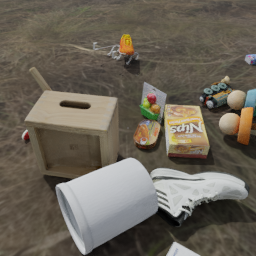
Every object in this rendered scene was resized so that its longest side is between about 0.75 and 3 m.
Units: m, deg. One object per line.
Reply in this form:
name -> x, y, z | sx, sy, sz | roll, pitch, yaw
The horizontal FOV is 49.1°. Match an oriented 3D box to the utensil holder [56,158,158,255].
utensil holder -> -0.516, 1.829, 7.001 | 2.037, 1.731, 1.731 | -21, 44, -25

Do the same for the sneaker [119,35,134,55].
sneaker -> -0.108, -4.267, 14.337 | 0.775, 0.819, 2.124 | 0, 34, -10

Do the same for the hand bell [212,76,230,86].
hand bell -> 4.248, -2.090, 12.947 | 0.795, 0.414, 0.414 | -18, 41, -2

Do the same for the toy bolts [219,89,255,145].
toy bolts -> 4.538, -0.994, 10.044 | 2.015, 2.776, 2.906 | 11, 22, 22

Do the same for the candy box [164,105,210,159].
candy box -> 2.017, 0.063, 9.993 | 1.315, 0.630, 2.278 | 3, 39, 1

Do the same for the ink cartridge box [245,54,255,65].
ink cartridge box -> 6.713, -3.630, 14.780 | 0.845, 0.323, 0.576 | -5, 40, -9

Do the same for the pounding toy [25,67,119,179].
pounding toy -> -1.750, -0.089, 8.484 | 2.858, 2.631, 2.032 | 7, 42, 7

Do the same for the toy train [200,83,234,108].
toy train -> 3.786, -1.326, 11.733 | 1.597, 0.681, 0.910 | -22, 54, -25

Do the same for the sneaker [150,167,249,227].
sneaker -> 1.835, 2.013, 7.543 | 2.709, 1.022, 1.559 | 3, 48, 15

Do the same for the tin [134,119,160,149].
tin -> 0.699, 0.220, 10.103 | 0.816, 0.305, 1.458 | 8, 40, 16

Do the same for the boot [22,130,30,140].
boot -> -3.347, 0.224, 10.093 | 0.591, 0.297, 0.819 | 20, 40, 21

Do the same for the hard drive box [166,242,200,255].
hard drive box -> 1.395, 3.390, 5.966 | 1.524, 0.585, 1.188 | 23, 44, 25

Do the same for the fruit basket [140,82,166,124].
fruit basket -> 0.979, -0.974, 10.771 | 0.604, 1.290, 1.194 | -18, 40, -39

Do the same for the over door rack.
over door rack -> -0.645, -3.883, 14.645 | 1.547, 0.697, 2.094 | 31, 28, 31
